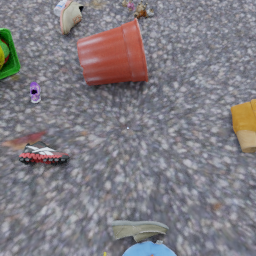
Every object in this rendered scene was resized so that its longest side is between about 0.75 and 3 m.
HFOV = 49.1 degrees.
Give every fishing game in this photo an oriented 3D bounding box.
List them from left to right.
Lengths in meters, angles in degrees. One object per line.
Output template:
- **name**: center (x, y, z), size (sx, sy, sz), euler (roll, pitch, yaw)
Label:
- **fishing game**: center (0.545, 3.477, 6.451), size (2.390, 0.371, 1.711), euler (6, 59, 4)

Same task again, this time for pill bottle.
- **pill bottle**: center (-2.870, -5.241, 12.205), size (0.435, 0.435, 0.775), euler (17, 57, 11)

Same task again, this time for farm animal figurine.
- **farm animal figurine**: center (0.377, -5.043, 11.972), size (1.194, 0.622, 1.181), euler (45, 48, 10)

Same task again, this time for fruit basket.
- **fruit basket**: center (-4.686, -2.176, 8.997), size (2.673, 1.928, 2.673), euler (0, 42, 0)

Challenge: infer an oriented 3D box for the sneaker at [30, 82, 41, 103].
- **sneaker**: center (-3.201, -1.293, 9.600), size (0.355, 0.391, 0.884), euler (-14, 56, -7)

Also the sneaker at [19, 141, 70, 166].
- **sneaker**: center (-2.403, 0.718, 8.175), size (1.462, 0.517, 0.714), euler (2, 58, 3)

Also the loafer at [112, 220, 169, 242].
- **loafer**: center (0.300, 2.591, 6.993), size (1.424, 0.536, 0.496), euler (0, 67, 6)

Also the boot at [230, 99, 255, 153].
- **boot**: center (4.441, -0.125, 8.521), size (2.384, 0.839, 1.706), euler (-1, 60, 6)

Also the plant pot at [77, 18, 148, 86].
- **plant pot**: center (-0.522, -2.385, 9.470), size (2.060, 2.119, 2.119), euler (-12, 57, 2)

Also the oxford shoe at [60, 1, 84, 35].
- **oxford shoe**: center (-2.318, -4.612, 11.617), size (0.761, 0.730, 2.063), euler (6, 57, 1)
